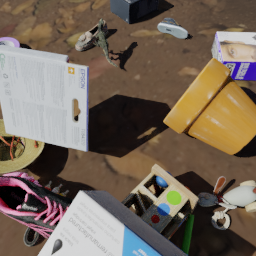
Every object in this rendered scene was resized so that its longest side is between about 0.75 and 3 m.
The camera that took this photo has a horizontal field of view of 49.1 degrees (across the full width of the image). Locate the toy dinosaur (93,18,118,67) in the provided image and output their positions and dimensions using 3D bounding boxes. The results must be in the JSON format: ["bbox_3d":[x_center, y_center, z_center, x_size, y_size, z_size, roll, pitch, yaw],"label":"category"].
[{"bbox_3d":[-0.800,-2.724,9.315,0.394,0.732,1.660,-21,95,-22],"label":"toy dinosaur"}]

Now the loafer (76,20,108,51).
[{"bbox_3d":[-1.348,-3.410,10.230,0.556,0.487,1.548,34,61,23],"label":"loafer"}]

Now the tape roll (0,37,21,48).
[{"bbox_3d":[-4.312,-2.679,9.801,1.114,0.366,1.114,0,54,0],"label":"tape roll"}]

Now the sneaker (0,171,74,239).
[{"bbox_3d":[-1.710,1.757,5.860,2.933,1.399,1.159,21,72,4],"label":"sneaker"}]

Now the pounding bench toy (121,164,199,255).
[{"bbox_3d":[0.895,1.985,6.034,1.908,1.185,1.488,38,63,23],"label":"pounding bench toy"}]

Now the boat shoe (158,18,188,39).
[{"bbox_3d":[1.769,-3.800,10.530,1.224,0.433,0.556,26,63,19],"label":"boat shoe"}]

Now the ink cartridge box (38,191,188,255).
[{"bbox_3d":[-0.613,2.813,4.743,2.050,1.194,2.836,32,89,22],"label":"ink cartridge box"}]

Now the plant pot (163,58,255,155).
[{"bbox_3d":[2.335,-0.401,7.347,1.934,2.113,2.113,38,62,6],"label":"plant pot"}]

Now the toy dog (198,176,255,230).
[{"bbox_3d":[2.497,1.603,6.570,1.536,0.740,1.013,-21,58,-14],"label":"toy dog"}]

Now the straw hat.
[{"bbox_3d":[-3.108,0.646,7.204,1.906,0.807,1.906,10,44,-10],"label":"straw hat"}]

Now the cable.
[{"bbox_3d":[-2.060,1.935,6.549,0.729,0.378,1.502,24,58,10],"label":"cable"}]

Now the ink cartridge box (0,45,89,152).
[{"bbox_3d":[-1.896,-0.644,6.493,2.243,2.202,0.486,12,33,8],"label":"ink cartridge box"}]

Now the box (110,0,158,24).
[{"bbox_3d":[0.251,-5.057,11.161,1.597,0.855,1.186,-36,62,-22],"label":"box"}]

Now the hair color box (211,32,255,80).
[{"bbox_3d":[4.299,-2.384,9.291,2.735,0.886,1.495,1,56,3],"label":"hair color box"}]
